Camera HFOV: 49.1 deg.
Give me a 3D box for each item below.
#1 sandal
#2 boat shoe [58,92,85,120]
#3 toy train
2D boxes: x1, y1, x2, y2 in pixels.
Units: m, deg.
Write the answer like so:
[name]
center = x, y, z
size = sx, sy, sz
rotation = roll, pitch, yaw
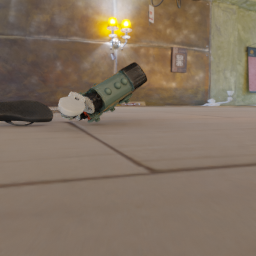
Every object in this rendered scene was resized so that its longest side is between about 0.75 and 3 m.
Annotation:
[sandal]
center = -3.550, -0.429, 8.657
size = 2.393, 0.512, 0.910
rotation = 1, 41, -17
[boat shoe]
center = -1.524, -0.492, 7.393
size = 0.637, 0.601, 1.774
rotation = 23, 15, -12
[toy train]
center = -0.610, -1.200, 9.450
size = 2.783, 1.186, 1.586
rotation = -35, 1, -33
